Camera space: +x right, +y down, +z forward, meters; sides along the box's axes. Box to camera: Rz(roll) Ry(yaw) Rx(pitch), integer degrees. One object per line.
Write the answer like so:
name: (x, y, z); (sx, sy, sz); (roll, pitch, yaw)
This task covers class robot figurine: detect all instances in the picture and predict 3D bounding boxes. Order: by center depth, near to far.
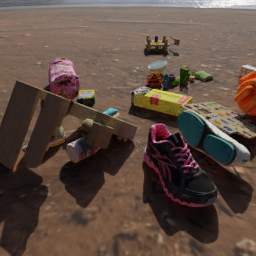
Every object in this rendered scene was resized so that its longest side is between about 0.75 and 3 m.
robot figurine: (5.035, -1.275, 10.498); (2.347, 1.368, 1.688); (-16, 28, -32)

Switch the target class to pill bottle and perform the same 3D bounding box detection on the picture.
pill bottle: (-1.239, 0.551, 8.171); (0.573, 0.573, 1.005); (26, 39, 38)

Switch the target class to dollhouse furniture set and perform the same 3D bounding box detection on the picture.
dollhouse furniture set: (-1.848, 0.367, 8.575); (2.721, 2.331, 2.861); (22, 1, 33)
dollhouse furniture set: (3.347, -2.750, 13.850); (1.861, 0.719, 0.930); (-18, 35, -29)

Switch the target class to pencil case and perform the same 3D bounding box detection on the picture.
pencil case: (-2.878, -2.245, 12.473); (1.271, 1.216, 2.938); (2, 27, -20)

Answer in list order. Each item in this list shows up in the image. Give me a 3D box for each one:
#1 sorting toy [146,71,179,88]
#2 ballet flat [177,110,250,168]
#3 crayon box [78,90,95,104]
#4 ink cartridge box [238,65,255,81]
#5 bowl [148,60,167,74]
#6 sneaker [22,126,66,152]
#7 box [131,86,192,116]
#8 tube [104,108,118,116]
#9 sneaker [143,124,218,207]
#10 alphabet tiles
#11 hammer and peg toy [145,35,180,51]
sorting toy: (1.693, -2.384, 13.253); (1.626, 0.667, 0.977); (-7, 30, -13)
ballet flat: (2.481, 0.327, 8.359); (0.980, 0.980, 2.824); (-11, 28, -18)
crayon box: (-1.743, -1.357, 11.845); (0.666, 0.273, 1.060); (-4, 29, -6)
ink cartridge box: (5.830, -2.441, 13.245); (0.439, 0.777, 1.060); (-15, 34, -28)
bowl: (1.589, -3.132, 14.674); (1.021, 0.459, 1.021); (-13, 32, 8)
sneaker: (-2.573, 0.338, 8.524); (0.572, 0.603, 1.469); (20, 36, 32)
box: (1.289, -1.061, 11.006); (2.288, 0.573, 0.861); (18, 34, 28)
tube: (-0.732, -0.564, 10.523); (0.374, 0.243, 0.966); (21, 30, 18)
sneaker: (1.226, 0.797, 7.040); (1.075, 1.298, 2.721); (-13, 33, -25)
alphabet tiles: (3.357, -0.320, 9.614); (2.098, 0.095, 2.510); (-8, 33, -40)
hammer and peg toy: (2.299, -5.784, 19.132); (2.297, 0.810, 1.689); (0, 28, 0)
